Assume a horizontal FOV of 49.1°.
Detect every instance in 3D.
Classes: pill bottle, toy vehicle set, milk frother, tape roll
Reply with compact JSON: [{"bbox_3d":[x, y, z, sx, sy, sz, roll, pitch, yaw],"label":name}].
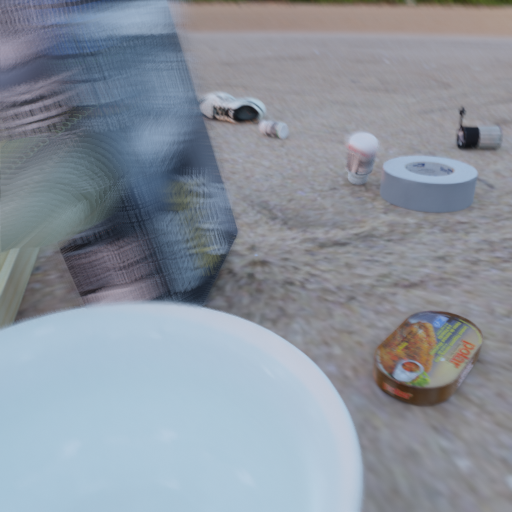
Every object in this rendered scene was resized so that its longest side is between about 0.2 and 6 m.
[{"bbox_3d":[0.441,-3.260,14.412,0.690,0.390,0.390,21,33,36],"label":"pill bottle"},{"bbox_3d":[2.014,-1.853,10.818,0.530,0.957,0.530,-1,49,1],"label":"pill bottle"},{"bbox_3d":[-4.196,0.375,6.856,2.479,0.529,3.989,-5,27,-10],"label":"toy vehicle set"},{"bbox_3d":[5.287,-3.054,13.375,0.899,0.956,0.863,0,22,-2],"label":"milk frother"},{"bbox_3d":[3.168,-1.356,10.359,1.687,0.557,1.687,-1,26,0],"label":"tape roll"}]

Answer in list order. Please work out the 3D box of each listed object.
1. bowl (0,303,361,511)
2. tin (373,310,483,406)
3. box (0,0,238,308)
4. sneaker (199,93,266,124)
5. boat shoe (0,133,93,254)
[{"bbox_3d":[-0.906,1.602,3.459,2.981,1.340,2.981,1,26,0],"label":"bowl"},{"bbox_3d":[1.800,1.031,5.831,0.838,0.313,1.497,15,30,37],"label":"tin"},{"bbox_3d":[-1.400,-1.238,6.385,0.937,3.765,2.969,-9,24,16],"label":"box"},{"bbox_3d":[-0.748,-4.136,15.788,2.002,0.757,0.878,2,27,5],"label":"sneaker"},{"bbox_3d":[-2.459,-0.359,4.482,2.386,0.851,0.718,-13,63,4],"label":"boat shoe"}]
